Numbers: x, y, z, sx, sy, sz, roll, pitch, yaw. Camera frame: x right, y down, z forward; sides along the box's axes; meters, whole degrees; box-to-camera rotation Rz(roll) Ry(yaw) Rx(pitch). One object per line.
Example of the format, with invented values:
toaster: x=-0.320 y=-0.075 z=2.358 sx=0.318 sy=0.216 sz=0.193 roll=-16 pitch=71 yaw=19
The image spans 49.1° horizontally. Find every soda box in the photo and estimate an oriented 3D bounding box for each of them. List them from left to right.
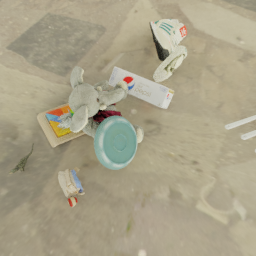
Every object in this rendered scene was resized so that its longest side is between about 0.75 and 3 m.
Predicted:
soda box: x=0.422 y=-1.340 z=9.267 sx=2.084 sy=0.710 sz=0.664 roll=27 pitch=101 yaw=21

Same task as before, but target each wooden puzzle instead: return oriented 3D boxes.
wooden puzzle: x=-1.958 y=-0.239 z=8.905 sx=1.537 sy=0.286 sz=1.422 roll=-26 pitch=58 yaw=-18

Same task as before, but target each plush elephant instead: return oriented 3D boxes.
plush elephant: x=-0.852 y=-0.625 z=7.814 sx=2.512 sy=1.945 sz=2.069 roll=-8 pitch=72 yaw=-7

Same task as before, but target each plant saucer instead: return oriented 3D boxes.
plant saucer: x=-0.256 y=0.397 z=7.598 sx=0.202 sy=1.477 sz=1.477 roll=-2 pitch=41 yaw=49

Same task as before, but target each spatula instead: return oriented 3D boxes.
spatula: x=4.186 y=-0.001 z=8.317 sx=2.306 sy=0.185 sz=1.603 roll=-17 pitch=45 yaw=-24

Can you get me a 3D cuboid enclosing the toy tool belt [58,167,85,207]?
toy tool belt: x=-1.405 y=1.514 z=7.376 sx=0.607 sy=0.617 sz=0.988 roll=-19 pitch=62 yaw=-25

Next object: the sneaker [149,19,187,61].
sneaker: x=1.590 y=-3.464 z=10.445 sx=1.310 sy=0.986 sz=2.802 roll=-14 pitch=36 yaw=8

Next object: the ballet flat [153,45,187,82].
ballet flat: x=1.429 y=-2.099 z=9.541 sx=0.563 sy=1.570 sz=0.563 roll=29 pitch=30 yaw=-18

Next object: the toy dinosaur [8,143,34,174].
toy dinosaur: x=-2.928 y=0.945 z=7.864 sx=0.250 sy=0.465 sz=1.055 roll=29 pitch=54 yaw=-2
